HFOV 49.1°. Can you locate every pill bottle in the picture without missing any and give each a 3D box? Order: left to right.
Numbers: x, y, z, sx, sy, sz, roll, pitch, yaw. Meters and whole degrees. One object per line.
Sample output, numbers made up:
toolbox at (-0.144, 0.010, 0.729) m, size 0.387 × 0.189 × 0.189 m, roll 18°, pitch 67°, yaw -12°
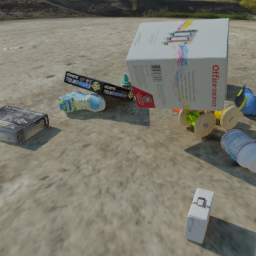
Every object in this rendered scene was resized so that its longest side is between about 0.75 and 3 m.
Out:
pill bottle at (3.634, 0.704, 8.757) m, size 0.822 × 0.822 × 1.512 m, roll -6°, pitch 29°, yaw -12°

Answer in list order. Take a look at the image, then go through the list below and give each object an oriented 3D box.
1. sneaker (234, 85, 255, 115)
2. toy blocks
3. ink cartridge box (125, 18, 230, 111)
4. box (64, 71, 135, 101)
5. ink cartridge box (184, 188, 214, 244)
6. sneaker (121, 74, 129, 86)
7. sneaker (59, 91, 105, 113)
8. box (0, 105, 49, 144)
sneaker at (5.438, -1.196, 12.602) m, size 1.000 × 0.841 × 2.552 m, roll 27°, pitch 29°, yaw 6°
toy blocks at (2.772, -0.780, 11.445) m, size 2.255 × 0.982 × 2.705 m, roll -12°, pitch 30°, yaw -24°
ink cartridge box at (1.740, -2.033, 9.150) m, size 2.932 × 2.130 × 2.121 m, roll 5°, pitch 51°, yaw 19°
box at (-1.295, -1.923, 13.095) m, size 2.454 × 0.610 × 2.436 m, roll 22°, pitch 11°, yaw 34°
ink cartridge box at (1.636, 1.985, 6.386) m, size 0.416 × 0.725 × 0.998 m, roll 12°, pitch 30°, yaw 21°
sneaker at (-0.164, -2.659, 15.602) m, size 0.472 × 0.485 × 1.218 m, roll -1°, pitch 28°, yaw -2°
sneaker at (-2.102, -0.997, 12.064) m, size 2.133 × 0.848 × 1.393 m, roll 11°, pitch 27°, yaw 39°
box at (-4.456, -0.181, 10.766) m, size 2.186 × 0.528 × 1.731 m, roll 11°, pitch 29°, yaw 20°
